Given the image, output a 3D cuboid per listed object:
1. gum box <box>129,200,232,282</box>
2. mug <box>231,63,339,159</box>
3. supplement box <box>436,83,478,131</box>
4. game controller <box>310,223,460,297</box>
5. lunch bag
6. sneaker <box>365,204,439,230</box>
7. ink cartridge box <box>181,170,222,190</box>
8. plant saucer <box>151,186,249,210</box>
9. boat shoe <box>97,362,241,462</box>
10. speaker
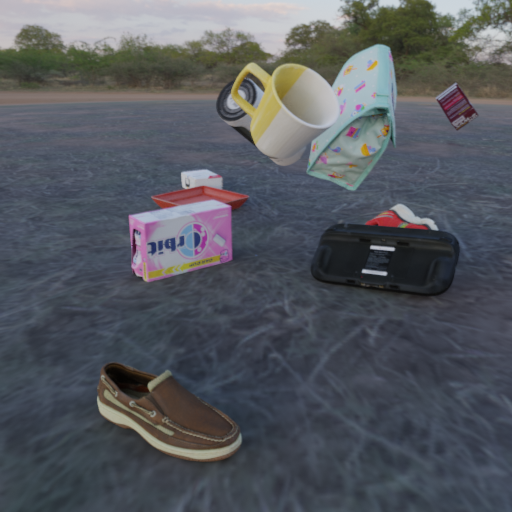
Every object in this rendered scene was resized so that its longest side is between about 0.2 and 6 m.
[{"bbox_3d":[-1.469,-0.319,10.844,2.024,1.149,0.669,-15,25,-35],"label":"gum box"},{"bbox_3d":[0.391,-2.067,8.036,1.070,1.336,1.097,-21,-13,-35],"label":"mug"},{"bbox_3d":[4.510,-3.357,12.596,0.315,0.563,1.034,33,34,-36],"label":"supplement box"},{"bbox_3d":[2.273,0.033,10.128,2.578,0.543,1.345,6,62,29],"label":"game controller"},{"bbox_3d":[2.078,-2.788,11.203,1.399,2.294,1.954,19,54,-11],"label":"lunch bag"},{"bbox_3d":[2.973,-0.222,11.318,1.124,1.020,2.648,-21,20,-4],"label":"sneaker"},{"bbox_3d":[-1.655,-2.244,17.015,0.887,0.515,1.202,-9,20,-24],"label":"ink cartridge box"},{"bbox_3d":[-1.502,-1.442,15.086,1.919,0.352,1.915,19,27,40],"label":"plant saucer"},{"bbox_3d":[-1.032,1.643,6.167,1.893,0.700,0.699,10,22,25],"label":"boat shoe"},{"bbox_3d":[0.182,-2.792,11.961,0.967,0.967,2.381,13,-7,32],"label":"speaker"}]
